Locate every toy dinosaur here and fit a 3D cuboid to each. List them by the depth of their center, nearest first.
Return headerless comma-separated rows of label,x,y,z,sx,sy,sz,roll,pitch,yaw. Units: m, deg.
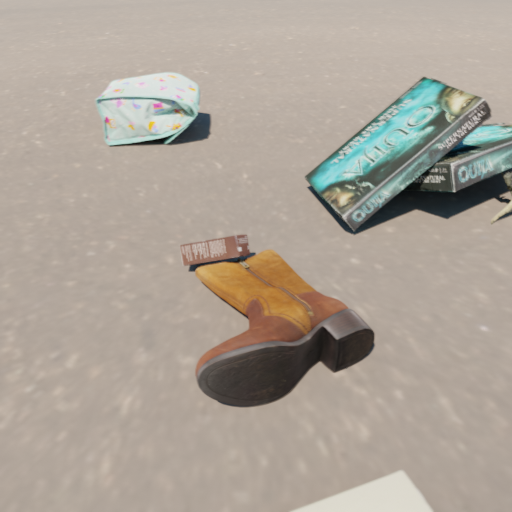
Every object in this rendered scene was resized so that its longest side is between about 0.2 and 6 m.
toy dinosaur,4.874,-1.236,10.327,1.865,0.822,0.443,-24,20,-34

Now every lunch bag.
lunch bag,-2.481,-3.618,13.651,2.291,1.397,1.951,-6,31,1

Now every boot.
boot,-0.135,0.655,7.249,2.388,0.869,2.537,-18,35,-26

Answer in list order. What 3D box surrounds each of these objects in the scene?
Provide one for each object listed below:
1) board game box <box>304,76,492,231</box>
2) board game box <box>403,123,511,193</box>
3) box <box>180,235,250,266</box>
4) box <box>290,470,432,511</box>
board game box,2.409,-1.918,10.053,2.970,0.418,2.009,-41,31,7
board game box,4.035,-2.022,11.115,3.815,0.537,2.581,-22,19,-30
box,-0.624,-0.088,8.499,0.949,0.356,0.475,-7,1,20
box,0.768,2.400,4.766,1.443,0.493,0.593,-11,33,-17
